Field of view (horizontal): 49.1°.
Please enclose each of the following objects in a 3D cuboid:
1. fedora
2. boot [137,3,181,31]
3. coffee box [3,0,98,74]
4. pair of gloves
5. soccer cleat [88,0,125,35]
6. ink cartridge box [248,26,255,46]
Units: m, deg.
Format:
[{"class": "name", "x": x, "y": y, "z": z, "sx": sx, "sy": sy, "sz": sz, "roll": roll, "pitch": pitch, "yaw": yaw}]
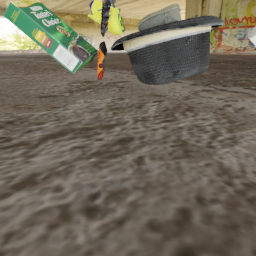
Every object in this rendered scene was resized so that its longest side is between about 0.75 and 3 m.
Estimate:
[{"class": "fedora", "x": 0.962, "y": -1.740, "z": 6.778, "sx": 2.749, "sy": 1.256, "sz": 2.749, "roll": -12, "pitch": 11, "yaw": 2}, {"class": "boot", "x": 1.343, "y": -3.245, "z": 10.273, "sx": 1.941, "sy": 2.134, "sz": 0.774, "roll": -18, "pitch": -11, "yaw": 34}, {"class": "coffee box", "x": -2.389, "y": -3.026, "z": 9.075, "sx": 2.717, "sy": 0.597, "sz": 1.671, "roll": 40, "pitch": 29, "yaw": -7}, {"class": "pair of gloves", "x": -0.685, "y": -2.550, "z": 7.993, "sx": 0.262, "sy": 2.119, "sz": 1.888, "roll": 4, "pitch": 31, "yaw": -9}, {"class": "soccer cleat", "x": -0.875, "y": -4.243, "z": 10.725, "sx": 1.226, "sy": 0.948, "sz": 2.931, "roll": -17, "pitch": 44, "yaw": 0}, {"class": "ink cartridge box", "x": 4.548, "y": -2.685, "z": 9.097, "sx": 0.564, "sy": 1.341, "sz": 0.979, "roll": -38, "pitch": 14, "yaw": 33}]
